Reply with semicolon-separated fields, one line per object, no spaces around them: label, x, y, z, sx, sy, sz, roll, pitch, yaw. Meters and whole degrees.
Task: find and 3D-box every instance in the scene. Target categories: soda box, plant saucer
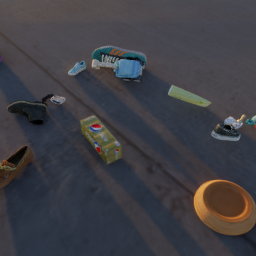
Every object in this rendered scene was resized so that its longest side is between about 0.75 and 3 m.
soda box;-0.969;0.369;9.850;0.606;0.642;1.894;-24;48;-24
plant saucer;2.835;2.190;8.101;1.778;0.333;1.778;-1;42;0

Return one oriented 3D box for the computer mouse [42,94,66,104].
computer mouse;-3.092;-1.188;11.879;1.050;0.230;0.576;17;40;25

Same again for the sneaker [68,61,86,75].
sneaker;-2.503;-2.948;13.622;0.399;0.443;1.080;25;48;26

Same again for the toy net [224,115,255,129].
toy net;4.516;-0.121;10.657;1.705;0.329;0.894;-7;46;-5

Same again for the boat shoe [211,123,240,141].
boat shoe;3.474;0.116;9.608;1.530;0.487;0.541;0;31;-44

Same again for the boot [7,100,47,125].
boot;-3.979;-0.550;10.951;1.523;0.590;1.053;-6;48;-5

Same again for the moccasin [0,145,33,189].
moccasin;-3.755;1.245;8.851;0.662;0.698;1.809;26;48;25

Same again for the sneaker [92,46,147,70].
sneaker;-0.482;-3.287;13.590;2.739;0.977;1.094;6;38;4

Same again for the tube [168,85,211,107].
tube;2.490;-1.230;11.343;1.694;0.440;0.492;21;30;-3

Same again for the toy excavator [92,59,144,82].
toy excavator;-0.411;-2.683;12.329;1.776;0.913;1.827;9;2;31
